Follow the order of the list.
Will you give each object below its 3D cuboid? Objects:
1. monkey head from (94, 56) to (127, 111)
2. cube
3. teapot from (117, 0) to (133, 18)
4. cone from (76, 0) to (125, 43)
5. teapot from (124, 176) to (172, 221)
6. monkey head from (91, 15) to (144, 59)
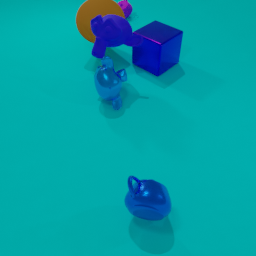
[{"bbox_3d":[-0.396,-1.267,7.590,1.065,1.480,0.892,-21,25,-17],"label":"monkey head"},{"bbox_3d":[0.904,-2.527,8.847,1.129,1.129,1.129,34,55,28],"label":"cube"},{"bbox_3d":[-0.217,-4.880,11.512,0.744,0.586,1.197,7,68,25],"label":"teapot"},{"bbox_3d":[-0.900,-3.294,9.512,1.546,1.552,1.546,0,85,-4],"label":"cone"},{"bbox_3d":[0.407,1.277,5.099,0.849,1.366,0.669,-15,45,36],"label":"teapot"},{"bbox_3d":[-0.488,-2.473,7.681,1.696,1.220,1.022,26,17,28],"label":"monkey head"}]
